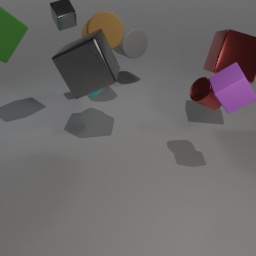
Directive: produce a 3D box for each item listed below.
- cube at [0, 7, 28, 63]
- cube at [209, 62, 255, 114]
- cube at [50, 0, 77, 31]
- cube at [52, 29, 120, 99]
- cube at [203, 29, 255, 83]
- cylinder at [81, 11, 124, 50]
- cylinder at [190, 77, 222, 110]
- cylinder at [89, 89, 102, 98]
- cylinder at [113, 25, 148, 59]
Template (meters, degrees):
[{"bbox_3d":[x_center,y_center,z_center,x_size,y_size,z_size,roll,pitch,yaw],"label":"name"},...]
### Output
[{"bbox_3d":[-4.384,-3.178,8.871,1.400,1.400,1.400,35,3,30],"label":"cube"},{"bbox_3d":[2.371,-0.903,6.369,0.700,0.700,0.700,-30,34,25],"label":"cube"},{"bbox_3d":[-2.302,-4.052,10.017,0.700,0.700,0.700,-24,74,-16],"label":"cube"},{"bbox_3d":[-1.199,-1.959,8.521,1.400,1.400,1.400,-20,26,15],"label":"cube"},{"bbox_3d":[3.604,-2.447,9.560,1.400,1.400,1.400,15,16,-3],"label":"cube"},{"bbox_3d":[-1.025,-3.704,10.988,1.400,1.400,1.400,-11,13,-18],"label":"cylinder"},{"bbox_3d":[2.132,-0.911,7.470,0.700,0.700,0.700,20,17,-34],"label":"cylinder"},{"bbox_3d":[-1.341,-1.605,10.596,0.700,0.700,0.700,44,35,-6],"label":"cylinder"},{"bbox_3d":[0.032,-4.260,13.859,1.400,1.400,1.400,-16,32,-26],"label":"cylinder"}]
